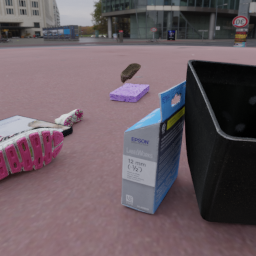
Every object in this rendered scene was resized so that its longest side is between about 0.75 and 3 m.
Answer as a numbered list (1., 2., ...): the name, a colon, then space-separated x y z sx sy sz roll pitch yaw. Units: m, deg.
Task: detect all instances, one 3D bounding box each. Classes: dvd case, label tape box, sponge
1. dvd case: -3.548 0.112 9.405 2.788 0.245 1.989 11 23 27
2. label tape box: 0.583 0.262 5.870 0.795 2.406 1.724 10 22 24
3. sponge: 0.134 -1.847 14.394 1.362 0.364 2.441 8 22 18

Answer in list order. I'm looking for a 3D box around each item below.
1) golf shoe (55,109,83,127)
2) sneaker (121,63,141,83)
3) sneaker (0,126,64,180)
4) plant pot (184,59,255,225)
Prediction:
1. golf shoe: -2.175 -0.403 10.438 0.628 0.517 1.373 5 20 22
2. sneaker: 0.110 -3.259 16.551 0.621 0.666 1.763 34 48 19
3. sneaker: -3.086 0.545 7.012 2.975 1.098 1.301 -24 37 -38
4. plant pot: 2.298 0.370 5.184 2.558 2.275 2.564 5 37 -3
